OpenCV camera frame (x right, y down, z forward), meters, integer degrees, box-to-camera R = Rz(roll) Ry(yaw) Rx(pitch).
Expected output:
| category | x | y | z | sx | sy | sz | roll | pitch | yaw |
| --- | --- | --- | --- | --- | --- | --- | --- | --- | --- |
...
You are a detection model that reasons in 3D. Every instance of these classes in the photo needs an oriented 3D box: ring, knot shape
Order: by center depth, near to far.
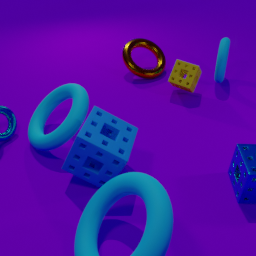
| category | x | y | z | sx | sy | sz | roll | pitch | yaw |
| --- | --- | --- | --- | --- | --- | --- | --- | --- | --- |
| ring | -0.129 | 1.637 | 4.611 | 1.965 | 0.393 | 1.965 | -29 | 39 | 27 |
| knot shape | -3.620 | -0.039 | 6.963 | 1.464 | 0.677 | 1.370 | 19 | 37 | -13 |
| ring | -1.782 | -0.305 | 7.094 | 1.936 | 0.387 | 1.936 | -22 | 48 | 26 |
| ring | 3.147 | -2.247 | 9.352 | 0.296 | 1.480 | 1.480 | 10 | 40 | 18 |
| ring | 0.594 | -2.528 | 10.133 | 1.687 | 0.337 | 1.687 | 7 | 65 | -17 |

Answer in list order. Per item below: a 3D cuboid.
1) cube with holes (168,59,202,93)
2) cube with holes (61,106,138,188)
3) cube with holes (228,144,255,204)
| category | x | y | z | sx | sy | sz | roll | pitch | yaw |
| --- | --- | --- | --- | --- | --- | --- | --- | --- | --- |
| cube with holes | 1.815 | -1.633 | 8.894 | 0.732 | 0.732 | 0.732 | 23 | 5 | 21 |
| cube with holes | -0.593 | 0.439 | 6.093 | 1.092 | 1.092 | 1.092 | 28 | 39 | -6 |
| cube with holes | 2.751 | 0.964 | 5.901 | 0.891 | 0.891 | 0.891 | 1 | 39 | 2 |
